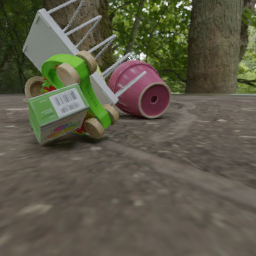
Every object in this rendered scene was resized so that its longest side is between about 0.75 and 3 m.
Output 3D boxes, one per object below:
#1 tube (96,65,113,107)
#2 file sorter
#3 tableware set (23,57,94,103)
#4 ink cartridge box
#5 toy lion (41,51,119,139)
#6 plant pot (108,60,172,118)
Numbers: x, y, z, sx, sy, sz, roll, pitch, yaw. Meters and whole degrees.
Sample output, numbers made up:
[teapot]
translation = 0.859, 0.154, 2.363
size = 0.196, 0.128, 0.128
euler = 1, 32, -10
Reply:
[tube]
translation = -1.012, -1.472, 10.466
size = 0.630, 2.428, 0.704
euler = 8, -38, -32
[file sorter]
translation = -1.235, -1.964, 8.175
size = 1.801, 2.892, 2.007
euler = -46, 11, -33
[tableware set]
translation = -2.167, -1.611, 9.175
size = 2.376, 2.845, 0.330
euler = 13, -14, -40
[ink cartridge box]
translation = -1.402, -0.157, 5.519
size = 0.916, 0.523, 1.763
euler = -24, -9, -23
[toy lion]
translation = -1.284, -0.655, 6.219
size = 1.979, 2.065, 0.709
euler = 14, 49, 39
[plant pot]
translation = 0.565, -1.322, 10.598
size = 2.131, 2.131, 1.907
euler = -4, 26, -26
